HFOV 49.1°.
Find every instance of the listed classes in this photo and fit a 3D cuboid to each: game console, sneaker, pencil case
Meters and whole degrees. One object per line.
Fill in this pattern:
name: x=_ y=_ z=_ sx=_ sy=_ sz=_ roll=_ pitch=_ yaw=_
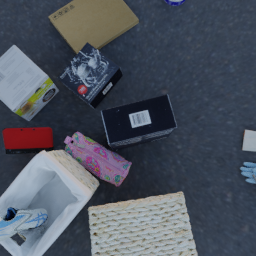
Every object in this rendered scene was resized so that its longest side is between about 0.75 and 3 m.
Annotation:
game console: x=-3.209 y=0.381 z=9.205 sx=1.479 sy=1.275 sz=0.878 roll=-1 pitch=93 yaw=-12
sneaker: x=-3.046 y=2.583 z=8.053 sx=0.748 sy=2.080 sz=0.754 roll=-8 pitch=85 yaw=20
pencil case: x=-1.056 y=1.023 z=9.415 sx=2.319 sy=1.014 sz=1.014 roll=31 pitch=80 yaw=5

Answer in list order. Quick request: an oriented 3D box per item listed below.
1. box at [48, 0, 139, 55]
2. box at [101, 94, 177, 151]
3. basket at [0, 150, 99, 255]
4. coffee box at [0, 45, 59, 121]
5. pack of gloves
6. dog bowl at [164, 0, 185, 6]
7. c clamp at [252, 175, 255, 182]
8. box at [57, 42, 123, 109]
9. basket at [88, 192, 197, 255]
box: x=-1.325 y=-4.179 z=10.817 sx=2.735 sy=0.291 sz=2.236 roll=-36 pitch=81 yaw=-7
box: x=0.317 y=-0.095 z=9.151 sx=2.116 sy=1.927 sz=1.102 roll=-14 pitch=79 yaw=-3
basket: x=-2.424 y=2.222 z=8.425 sx=1.934 sy=1.760 sz=2.854 roll=41 pitch=99 yaw=6
coffee box: x=-3.624 y=-1.457 z=9.597 sx=1.595 sy=1.578 sz=1.593 roll=41 pitch=81 yaw=8
pack of gloves: x=5.044 y=1.160 z=9.762 sx=2.169 sy=0.428 sz=1.823 roll=11 pitch=79 yaw=12
dog bowl: x=1.861 y=-5.337 z=11.006 sx=0.980 sy=0.386 sz=0.980 roll=0 pitch=79 yaw=0
c clamp: x=5.560 y=2.092 z=9.465 sx=2.183 sy=0.296 sz=1.865 roll=-20 pitch=86 yaw=-5
box: x=-1.299 y=-1.802 z=9.806 sx=1.511 sy=0.864 sz=1.659 roll=38 pitch=87 yaw=11
basket: x=0.360 y=3.222 z=8.093 sx=2.799 sy=2.774 sz=2.251 roll=-10 pitch=74 yaw=-1
